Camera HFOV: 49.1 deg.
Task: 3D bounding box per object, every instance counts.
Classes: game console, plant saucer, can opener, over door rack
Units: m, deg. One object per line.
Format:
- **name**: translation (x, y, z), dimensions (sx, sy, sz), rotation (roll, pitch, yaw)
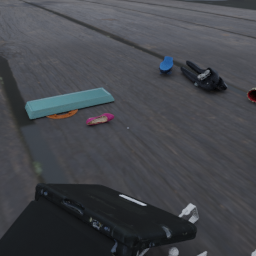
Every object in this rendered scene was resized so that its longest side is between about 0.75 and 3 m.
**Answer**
- **game console**: translation (-0.626, 1.789, 4.183), dimensions (2.172, 1.437, 2.470), rotation (12, -2, -42)
- **plant saucer**: translation (-1.880, -0.876, 9.152), dimensions (2.778, 0.264, 0.971), rotation (-14, 32, -23)
- **can opener**: translation (2.704, -2.004, 10.741), dimensions (0.800, 0.992, 2.524), rotation (-45, 35, 3)
- **over door rack**: translation (0.862, 1.849, 4.071), dimensions (1.990, 0.663, 1.470), rotation (-22, 28, -32)

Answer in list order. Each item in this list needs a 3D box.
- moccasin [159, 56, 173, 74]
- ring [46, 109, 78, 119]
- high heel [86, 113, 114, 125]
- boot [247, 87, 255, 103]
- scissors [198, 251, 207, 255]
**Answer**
- **moccasin**: translation (1.641, -2.524, 11.682), dimensions (0.586, 0.497, 1.456), rotation (17, 36, 13)
- **ring**: translation (-2.124, -0.583, 8.835), dimensions (1.061, 0.102, 1.061), rotation (1, 31, 0)
- **high heel**: translation (-0.799, -0.232, 8.051), dimensions (0.799, 0.269, 0.383), rotation (-3, 21, 4)
- **boot**: translation (5.050, -1.102, 9.163), dimensions (1.433, 0.685, 1.897), rotation (-27, 35, -33)
- **scissors**: translation (0.098, 2.376, 3.866), dimensions (0.989, 0.188, 2.703), rotation (23, 39, 33)
